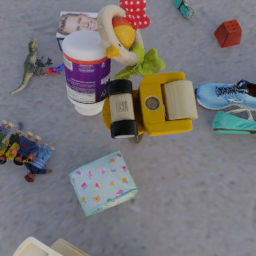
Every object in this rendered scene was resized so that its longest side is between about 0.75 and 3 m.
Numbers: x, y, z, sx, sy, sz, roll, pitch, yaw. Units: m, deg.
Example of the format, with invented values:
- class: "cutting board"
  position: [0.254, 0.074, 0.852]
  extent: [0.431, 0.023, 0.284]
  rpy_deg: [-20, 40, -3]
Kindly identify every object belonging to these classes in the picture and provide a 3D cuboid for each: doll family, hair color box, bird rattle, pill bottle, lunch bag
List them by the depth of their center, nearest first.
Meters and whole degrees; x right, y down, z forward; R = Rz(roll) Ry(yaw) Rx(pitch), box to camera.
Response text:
- class: "bird rattle"
  position: [0.007, -2.869, 8.559]
  extent: [1.619, 2.343, 2.874]
  rpy_deg: [-9, 84, 34]
- class: "lunch bag"
  position: [-0.807, 1.797, 8.923]
  extent: [1.787, 1.090, 1.523]
  rpy_deg: [-21, 69, -15]
- class: "doll family"
  position: [-3.663, 0.844, 9.445]
  extent: [2.420, 0.950, 1.399]
  rpy_deg: [23, 63, 7]
- class: "pill bottle"
  position: [-1.349, -1.761, 9.499]
  extent: [1.523, 2.708, 1.523]
  rpy_deg: [3, 46, -3]
- class: "hair color box"
  position: [-1.383, -3.944, 11.579]
  extent: [2.864, 0.867, 1.432]
  rpy_deg: [2, 66, 1]

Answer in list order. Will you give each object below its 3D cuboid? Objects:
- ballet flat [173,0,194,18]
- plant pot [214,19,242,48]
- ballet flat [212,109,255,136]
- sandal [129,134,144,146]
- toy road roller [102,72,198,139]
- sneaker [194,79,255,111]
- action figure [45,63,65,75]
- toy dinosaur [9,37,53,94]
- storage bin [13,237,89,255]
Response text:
- class: "ballet flat"
  position: [2.484, -5.464, 12.520]
  extent: [0.562, 0.562, 1.514]
  rpy_deg: [-19, 69, -8]
- class: "plant pot"
  position: [4.224, -3.981, 11.653]
  extent: [0.868, 0.765, 0.868]
  rpy_deg: [-15, 67, -6]
- class: "ballet flat"
  position: [4.388, -0.161, 9.796]
  extent: [2.767, 0.932, 0.974]
  rpy_deg: [8, 87, 5]
- class: "sandal"
  position: [0.445, 0.027, 10.098]
  extent: [0.519, 0.349, 1.291]
  rpy_deg: [26, 69, 11]
- class: "toy road roller"
  position: [0.548, -0.521, 8.244]
  extent: [2.618, 1.911, 1.609]
  rpy_deg: [-7, 81, -1]
- class: "sneaker"
  position: [3.843, -1.384, 10.226]
  extent: [2.781, 1.251, 1.090]
  rpy_deg: [1, 66, 1]
- class: "action figure"
  position: [-2.847, -2.343, 11.209]
  extent: [1.041, 0.269, 0.340]
  rpy_deg: [-18, 62, -3]
- class: "toy dinosaur"
  position: [-3.717, -2.396, 11.054]
  extent: [1.155, 0.622, 2.621]
  rpy_deg: [3, 66, 17]
- class: "storage bin"
  position: [-1.407, 3.923, 7.054]
  extent: [2.770, 2.790, 1.308]
  rpy_deg: [27, 71, 11]
